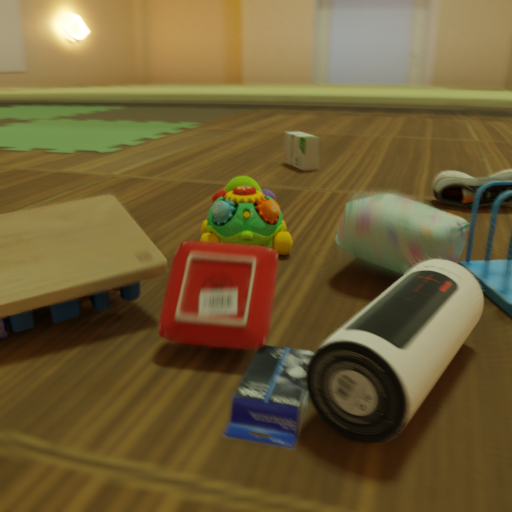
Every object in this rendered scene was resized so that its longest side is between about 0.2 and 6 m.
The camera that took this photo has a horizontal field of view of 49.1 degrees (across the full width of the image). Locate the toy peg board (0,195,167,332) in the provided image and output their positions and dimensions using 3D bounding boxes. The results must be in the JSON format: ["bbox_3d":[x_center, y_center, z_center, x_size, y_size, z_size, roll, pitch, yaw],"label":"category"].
[{"bbox_3d":[-2.216,0.204,6.492,1.835,0.897,1.827,-16,37,-28],"label":"toy peg board"}]

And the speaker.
[{"bbox_3d":[1.318,0.727,4.966,0.870,0.870,2.142,14,24,33],"label":"speaker"}]

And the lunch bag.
[{"bbox_3d":[1.942,-0.309,7.461,1.474,0.708,1.838,21,18,27],"label":"lunch bag"}]

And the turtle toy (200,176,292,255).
[{"bbox_3d":[-0.186,-0.631,8.476,1.343,0.932,1.843,-2,21,-4],"label":"turtle toy"}]

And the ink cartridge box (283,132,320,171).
[{"bbox_3d":[1.131,-2.638,14.036,0.462,0.815,1.111,-8,22,-22],"label":"ink cartridge box"}]

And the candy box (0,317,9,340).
[{"bbox_3d":[-3.213,0.710,5.639,0.892,0.406,1.055,18,27,40],"label":"candy box"}]

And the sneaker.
[{"bbox_3d":[4.266,-1.168,10.435,1.927,0.712,0.764,2,29,23],"label":"sneaker"}]

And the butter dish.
[{"bbox_3d":[-0.330,0.487,5.711,1.085,0.802,1.082,4,63,10],"label":"butter dish"}]

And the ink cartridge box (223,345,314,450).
[{"bbox_3d":[0.159,1.145,4.759,0.579,0.228,1.165,6,22,13],"label":"ink cartridge box"}]

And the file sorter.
[{"bbox_3d":[3.517,-0.034,6.424,1.434,1.268,2.067,-2,21,-5],"label":"file sorter"}]
